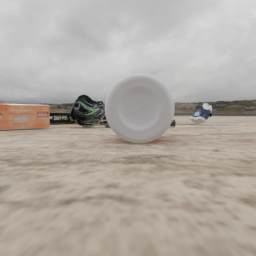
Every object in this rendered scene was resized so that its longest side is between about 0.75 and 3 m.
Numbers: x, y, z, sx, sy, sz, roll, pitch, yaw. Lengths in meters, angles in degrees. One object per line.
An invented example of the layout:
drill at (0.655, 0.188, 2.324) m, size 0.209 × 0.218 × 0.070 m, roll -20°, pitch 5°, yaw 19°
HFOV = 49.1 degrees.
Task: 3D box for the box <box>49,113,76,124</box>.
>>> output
box at (-3.471, -0.480, 13.739) m, size 2.281 × 0.560 × 1.839 m, roll -3°, pitch 1°, yaw -38°

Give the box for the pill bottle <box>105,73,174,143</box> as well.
pill bottle at (0.249, -0.393, 5.797) m, size 1.221 × 1.221 × 2.176 m, roll 0°, pitch 4°, yaw 3°

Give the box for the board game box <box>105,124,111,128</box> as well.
board game box at (-0.339, -0.089, 10.192) m, size 0.864 × 0.149 × 0.585 m, roll -1°, pitch 3°, yaw -24°

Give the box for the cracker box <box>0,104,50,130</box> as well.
cracker box at (-4.180, -0.405, 9.694) m, size 1.913 × 0.824 × 2.856 m, roll -3°, pitch 5°, yaw -40°

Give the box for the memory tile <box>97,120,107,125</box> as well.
memory tile at (-1.085, -0.265, 13.136) m, size 2.369 × 0.199 × 1.816 m, roll -1°, pitch 3°, yaw -36°

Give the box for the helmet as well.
helmet at (-1.389, -0.572, 10.030) m, size 1.094 × 1.148 × 1.148 m, roll 27°, pitch 4°, yaw 1°

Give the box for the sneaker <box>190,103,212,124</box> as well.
sneaker at (3.250, -0.659, 12.271) m, size 0.485 × 0.881 × 1.203 m, roll 34°, pitch -7°, yaw -10°

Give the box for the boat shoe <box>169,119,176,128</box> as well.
boat shoe at (1.225, -0.164, 10.195) m, size 1.050 × 0.299 × 0.351 m, roll 0°, pitch 3°, yaw -7°

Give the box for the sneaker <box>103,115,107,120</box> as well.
sneaker at (-1.134, -0.915, 19.678) m, size 1.052 × 0.947 × 2.702 m, roll -12°, pitch 7°, yaw -43°

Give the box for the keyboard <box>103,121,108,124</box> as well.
keyboard at (-0.537, -0.224, 12.066) m, size 0.733 × 0.157 × 1.221 m, roll 22°, pitch 16°, yaw 37°
